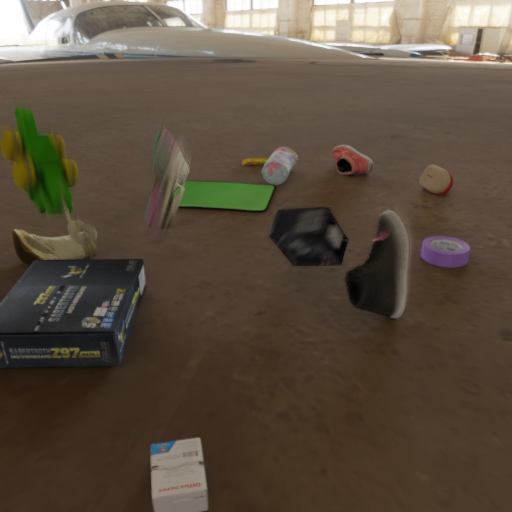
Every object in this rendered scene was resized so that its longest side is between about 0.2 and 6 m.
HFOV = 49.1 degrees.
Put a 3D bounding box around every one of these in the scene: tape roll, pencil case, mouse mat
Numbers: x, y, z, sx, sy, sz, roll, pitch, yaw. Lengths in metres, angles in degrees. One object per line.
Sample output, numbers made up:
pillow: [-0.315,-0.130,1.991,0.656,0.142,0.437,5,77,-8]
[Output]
tape roll: [3.768,-0.089,11.168,0.898,0.295,0.898,0,24,0]
pencil case: [0.699,-2.578,16.026,0.765,0.701,1.687,14,27,10]
mouse mat: [-0.891,-1.585,14.630,2.661,0.100,2.141,5,26,8]

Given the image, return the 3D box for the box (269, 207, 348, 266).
box: [0.966,-0.330,10.160,1.049,1.031,0.616,-1,56,34]

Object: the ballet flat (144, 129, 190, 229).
ballet flat: [-1.640,-1.415,10.611,0.671,1.886,0.652,12,5,21]

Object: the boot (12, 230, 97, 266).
boot: [-4.015,-0.212,11.116,1.214,0.566,1.569,-23,39,-38]

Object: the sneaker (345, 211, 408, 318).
sneaker: [1.929,0.093,9.104,0.887,1.789,0.633,5,-10,-18]

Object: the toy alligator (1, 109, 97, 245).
toy alligator: [-3.936,-1.303,10.458,1.041,0.953,3.512,-8,56,-43]

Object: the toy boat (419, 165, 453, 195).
toy boat: [4.903,-1.959,14.945,0.680,0.679,1.040,23,17,-23]

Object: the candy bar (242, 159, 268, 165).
candy bar: [0.325,-2.898,17.328,1.533,0.170,0.382,2,29,3]

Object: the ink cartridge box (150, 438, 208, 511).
ink cartridge box: [-0.823,2.335,5.934,0.555,0.326,0.758,-5,27,-9]

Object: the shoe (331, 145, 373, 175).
shoe: [2.632,-2.867,16.714,0.796,0.625,1.750,-10,30,-29]

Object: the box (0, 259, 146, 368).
box: [-2.901,0.808,8.838,1.937,0.627,2.457,-1,25,0]
